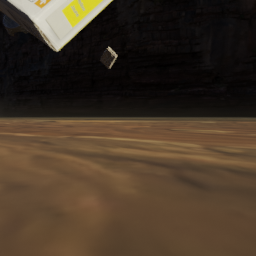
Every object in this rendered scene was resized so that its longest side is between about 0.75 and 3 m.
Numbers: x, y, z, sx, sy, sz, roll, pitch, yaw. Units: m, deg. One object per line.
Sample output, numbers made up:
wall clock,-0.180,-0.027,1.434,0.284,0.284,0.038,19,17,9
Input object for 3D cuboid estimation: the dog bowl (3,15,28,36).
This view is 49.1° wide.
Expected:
dog bowl,-2.640,-2.631,6.781,0.843,0.843,0.247,1,-22,16

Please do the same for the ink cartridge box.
ink cartridge box,-0.924,-2.865,4.373,2.930,2.965,0.697,39,-12,34

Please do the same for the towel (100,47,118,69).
towel,-0.749,-2.672,10.726,0.138,0.531,0.802,-43,-4,-40
